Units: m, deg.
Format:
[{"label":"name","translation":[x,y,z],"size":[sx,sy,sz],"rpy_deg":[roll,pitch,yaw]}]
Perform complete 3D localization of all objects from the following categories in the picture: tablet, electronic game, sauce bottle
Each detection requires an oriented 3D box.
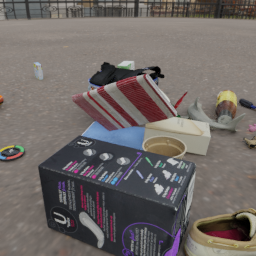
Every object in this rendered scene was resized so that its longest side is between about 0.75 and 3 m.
[{"label":"tablet","translation":[-0.253,0.302,9.220],"size":[2.484,0.170,1.616],"rpy_deg":[8,28,15]},{"label":"electronic game","translation":[-3.505,0.741,8.370],"size":[0.807,0.168,0.807],"rpy_deg":[0,27,0]},{"label":"sauce bottle","translation":[3.712,-0.752,10.611],"size":[0.793,0.793,2.403],"rpy_deg":[9,27,18]}]

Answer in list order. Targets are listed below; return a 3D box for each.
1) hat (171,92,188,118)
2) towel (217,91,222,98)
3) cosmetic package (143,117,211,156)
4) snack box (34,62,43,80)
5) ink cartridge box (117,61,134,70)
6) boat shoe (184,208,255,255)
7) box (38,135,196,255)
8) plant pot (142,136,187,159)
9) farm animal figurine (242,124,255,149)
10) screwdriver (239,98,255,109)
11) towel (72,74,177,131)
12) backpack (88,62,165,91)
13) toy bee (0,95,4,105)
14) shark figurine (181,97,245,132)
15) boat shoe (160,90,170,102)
[{"label":"hat","translation":[1.551,-0.834,10.503],"size":[0.918,0.976,1.108],"rpy_deg":[20,34,41]},{"label":"towel","translation":[4.391,-1.457,12.707],"size":[0.559,0.145,0.843],"rpy_deg":[16,31,25]},{"label":"cosmetic package","translation":[1.497,0.164,8.707],"size":[1.929,0.705,0.999],"rpy_deg":[9,28,6]},{"label":"snack box","translation":[-4.841,-3.074,15.128],"size":[0.272,0.805,0.679],"rpy_deg":[-16,31,-29]},{"label":"ink cartridge box","translation":[-0.080,-2.477,13.444],"size":[0.563,1.288,0.936],"rpy_deg":[6,28,20]},{"label":"boat shoe","translation":[2.252,1.976,5.260],"size":[2.393,0.794,0.886],"rpy_deg":[-7,28,-14]},{"label":"box","translation":[-0.190,1.363,5.522],"size":[2.672,1.633,1.417],"rpy_deg":[13,28,21]},{"label":"plant pot","translation":[0.896,0.891,7.159],"size":[1.097,1.004,1.097],"rpy_deg":[0,27,0]},{"label":"farm animal figurine","translation":[4.464,0.195,8.670],"size":[1.367,1.383,0.721],"rpy_deg":[23,19,-20]},{"label":"screwdriver","translation":[5.247,-0.743,11.159],"size":[0.284,0.296,2.034],"rpy_deg":[-13,29,-24]},{"label":"towel","translation":[-0.103,-0.644,7.881],"size":[2.516,1.812,0.286],"rpy_deg":[-11,53,34]},{"label":"backpack","translation":[-0.294,-1.273,10.266],"size":[2.653,2.043,2.527],"rpy_deg":[9,20,21]},{"label":"toy bee","translation":[-6.190,-1.362,11.712],"size":[1.448,1.202,2.212],"rpy_deg":[-20,58,-45]},{"label":"shark figurine","translation":[2.742,-0.561,10.023],"size":[1.510,1.055,2.527],"rpy_deg":[-14,28,-21]},{"label":"boat shoe","translation":[1.165,-1.506,12.485],"size":[0.661,0.779,2.141],"rpy_deg":[-44,38,9]}]
